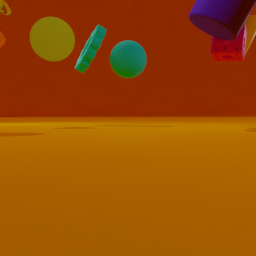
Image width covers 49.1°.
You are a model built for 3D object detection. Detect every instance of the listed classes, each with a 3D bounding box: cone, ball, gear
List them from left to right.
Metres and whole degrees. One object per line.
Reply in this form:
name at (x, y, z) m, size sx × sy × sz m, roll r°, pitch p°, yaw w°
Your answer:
cone at (-2.533, -2.839, 9.437) m, size 1.369 × 1.369 × 1.374 m, roll -1°, pitch 5°, yaw -14°
gear at (-1.515, -3.161, 11.237) m, size 0.361 × 1.950 × 1.950 m, roll 27°, pitch -7°, yaw -20°
ball at (0.010, -2.546, 10.424) m, size 1.364 × 1.364 × 1.364 m, roll 0°, pitch 2°, yaw 0°
cone at (3.761, -2.913, 9.145) m, size 1.240 × 1.245 × 1.240 m, roll -5°, pitch 13°, yaw 1°

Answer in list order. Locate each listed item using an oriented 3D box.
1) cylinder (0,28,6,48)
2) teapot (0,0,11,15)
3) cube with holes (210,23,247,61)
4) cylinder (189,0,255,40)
cylinder at (-3.455, -1.874, 5.838) m, size 1.212 × 1.212 × 1.212 m, roll 32°, pitch -22°, yaw 15°
teapot at (-3.385, -3.129, 6.388) m, size 1.952 × 0.956 × 1.214 m, roll 33°, pitch 39°, yaw 15°
cube with holes at (3.045, -2.565, 8.443) m, size 0.870 × 0.870 × 0.870 m, roll 6°, pitch -1°, yaw 26°
cylinder at (2.528, -3.253, 7.335) m, size 1.384 × 1.384 × 1.384 m, roll 27°, pitch 8°, yaw -4°
